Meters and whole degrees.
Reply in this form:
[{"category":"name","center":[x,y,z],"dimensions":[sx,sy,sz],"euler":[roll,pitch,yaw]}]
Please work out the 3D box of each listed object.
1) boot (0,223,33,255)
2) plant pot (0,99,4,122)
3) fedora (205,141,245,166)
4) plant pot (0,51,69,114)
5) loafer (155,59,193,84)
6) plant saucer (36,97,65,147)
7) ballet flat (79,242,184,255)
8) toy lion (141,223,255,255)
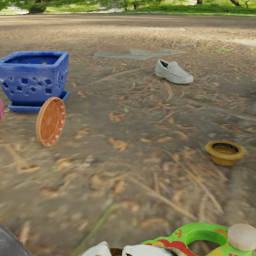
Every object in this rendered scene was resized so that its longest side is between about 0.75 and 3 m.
[{"category":"boot","center":[-2.802,1.909,3.654],"dimensions":[2.668,0.924,2.323],"euler":[21,30,22]},{"category":"plant pot","center":[-4.074,-0.227,7.328],"dimensions":[1.367,1.367,1.223],"euler":[-3,41,-7]},{"category":"fedora","center":[2.255,0.617,6.567],"dimensions":[0.923,0.376,0.923],"euler":[-2,23,1]},{"category":"plant pot","center":[-2.967,-1.496,9.238],"dimensions":[1.901,1.710,1.902],"euler":[0,27,2]},{"category":"loafer","center":[1.946,-2.473,12.168],"dimensions":[0.782,0.780,2.236],"euler":[-17,32,-30]},{"category":"plant saucer","center":[-1.968,-0.163,7.096],"dimensions":[0.204,1.262,1.262],"euler":[11,29,12]},{"category":"ballet flat","center":[-0.107,1.776,3.640],"dimensions":[1.850,0.654,0.654],"euler":[-5,25,18]},{"category":"toy lion","center":[0.813,1.956,3.852],"dimensions":[1.682,0.603,1.755],"euler":[6,28,29]}]
